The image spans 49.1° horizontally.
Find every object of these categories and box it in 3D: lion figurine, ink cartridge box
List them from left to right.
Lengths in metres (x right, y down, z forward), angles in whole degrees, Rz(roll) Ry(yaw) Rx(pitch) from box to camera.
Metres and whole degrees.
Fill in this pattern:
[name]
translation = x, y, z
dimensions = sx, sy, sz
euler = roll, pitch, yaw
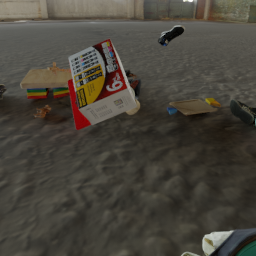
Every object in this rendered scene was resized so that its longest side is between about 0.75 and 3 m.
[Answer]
[lion figurine]
translation = -3.616, -0.632, 11.856
dimensions = 0.572, 0.338, 0.934
euler = 6, 40, -5
[ink cartridge box]
translation = -1.321, -1.685, 10.818
dimensions = 2.525, 1.206, 2.876
euler = -23, 54, 6

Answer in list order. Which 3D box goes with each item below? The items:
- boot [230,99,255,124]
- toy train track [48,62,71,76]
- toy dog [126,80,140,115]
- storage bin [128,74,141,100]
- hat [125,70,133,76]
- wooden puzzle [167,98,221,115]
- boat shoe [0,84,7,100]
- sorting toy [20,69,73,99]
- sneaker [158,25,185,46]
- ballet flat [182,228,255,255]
[boot]
translation = 5.122, -0.703, 11.641
dimensions = 1.239, 0.592, 1.640
euler = -3, 32, -12
[toy train track]
translation = -2.777, -2.334, 11.290
dimensions = 1.002, 0.574, 0.163
euler = 7, 32, 7
[toy dog]
translation = -0.534, -1.678, 12.411
dimensions = 2.860, 1.886, 1.377
euler = 27, 74, 31
[storage bin]
translation = -0.132, -1.950, 13.143
dimensions = 1.089, 1.180, 1.621
euler = 12, 16, 16
[hat]
translation = -0.014, -3.483, 17.582
dimensions = 0.798, 0.322, 0.798
euler = 1, 26, 0
[wooden puzzle]
translation = 2.879, -0.903, 12.400
dimensions = 2.652, 0.310, 1.789
euler = -5, 22, -11
[boat shoe]
translation = -6.422, -1.494, 13.423
dimensions = 0.704, 0.815, 2.244
euler = 43, 20, -9
[sorting toy]
translation = -3.874, -2.279, 14.443
dimensions = 2.605, 0.912, 2.621
euler = -3, 26, -7
[sneaker]
translation = 1.804, -3.792, 11.746
dimensions = 1.256, 0.459, 0.703
euler = -6, 52, 52
[ballet flat]
translation = 1.520, 2.396, 4.914
dimensions = 2.892, 1.057, 1.057
euler = -21, 33, -32
